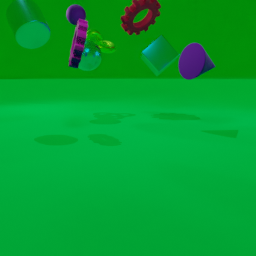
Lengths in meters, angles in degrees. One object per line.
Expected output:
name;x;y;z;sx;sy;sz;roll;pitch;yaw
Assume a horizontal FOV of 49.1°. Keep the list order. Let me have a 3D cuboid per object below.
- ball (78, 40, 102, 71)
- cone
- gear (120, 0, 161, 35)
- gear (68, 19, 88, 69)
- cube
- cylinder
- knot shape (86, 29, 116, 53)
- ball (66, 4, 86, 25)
ball;-1.445;-2.548;9.875;1.053;1.053;1.053;0;11;0
cone;2.193;-1.852;8.118;1.027;1.024;1.024;2;8;-33
gear;0.523;-4.541;11.364;1.715;0.317;1.715;-27;-20;-11
gear;-1.308;-2.187;7.319;0.226;1.222;1.222;11;7;-18
cube;1.206;-2.769;10.828;1.024;1.024;1.024;-41;1;3
cylinder;-2.635;-2.747;7.417;0.909;0.909;0.909;-25;-23;-11
knot shape;-1.453;-3.310;11.209;1.740;0.804;1.628;-7;-7;13
ball;-2.084;-4.551;11.283;0.789;0.789;0.789;0;11;0
